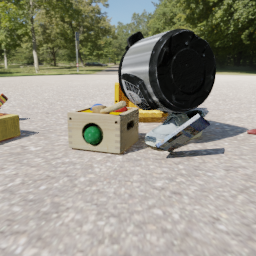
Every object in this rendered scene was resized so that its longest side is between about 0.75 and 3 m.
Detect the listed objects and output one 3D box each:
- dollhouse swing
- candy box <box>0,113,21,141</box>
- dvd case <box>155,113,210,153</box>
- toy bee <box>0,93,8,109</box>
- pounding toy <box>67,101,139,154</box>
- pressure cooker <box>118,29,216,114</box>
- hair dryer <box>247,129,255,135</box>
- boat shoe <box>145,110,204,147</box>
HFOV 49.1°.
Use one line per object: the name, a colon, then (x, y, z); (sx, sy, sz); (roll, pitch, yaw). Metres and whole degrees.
dollhouse swing: (0.561, -1.329, 11.896); (2.317, 2.106, 2.037); (0, -7, -1)
candy box: (-4.737, 0.100, 8.224); (1.539, 0.745, 2.639); (6, 13, 26)
dvd case: (1.372, 0.162, 6.931); (1.290, 0.113, 0.921); (-38, -27, 17)
toy bee: (-5.561, -0.621, 11.178); (1.202, 1.836, 0.998); (31, 38, -14)
pounding toy: (-0.598, -0.174, 7.781); (1.847, 1.426, 2.006); (5, 13, 19)
pressure cooker: (0.985, -1.597, 8.371); (2.313, 2.277, 2.589); (9, 3, -30)
hair dryer: (4.326, 0.127, 9.443); (0.766, 0.208, 0.583); (-2, -4, -24)
boat shoe: (1.462, -0.094, 8.411); (0.920, 0.939, 2.636); (22, 24, 38)
